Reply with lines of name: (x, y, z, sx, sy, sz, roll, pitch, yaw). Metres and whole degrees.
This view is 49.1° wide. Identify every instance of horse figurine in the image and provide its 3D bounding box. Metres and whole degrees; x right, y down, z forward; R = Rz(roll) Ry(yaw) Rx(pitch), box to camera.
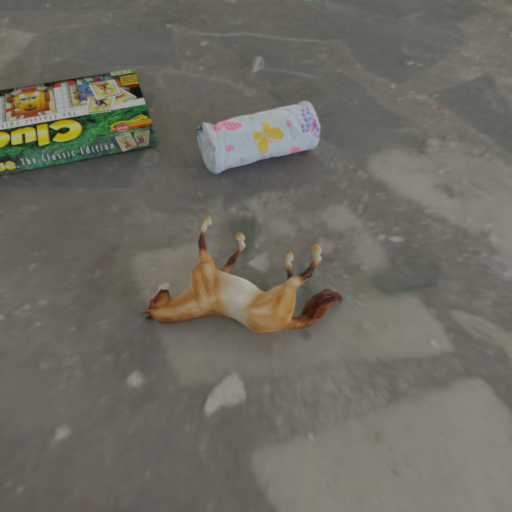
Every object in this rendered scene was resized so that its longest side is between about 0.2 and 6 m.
horse figurine: (-0.108, 0.447, 8.042, 2.661, 0.664, 1.764, 17, 59, 9)

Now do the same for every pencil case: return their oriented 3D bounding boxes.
pencil case: (0.049, -2.194, 10.323, 2.235, 0.929, 1.014, -16, 16, -13)

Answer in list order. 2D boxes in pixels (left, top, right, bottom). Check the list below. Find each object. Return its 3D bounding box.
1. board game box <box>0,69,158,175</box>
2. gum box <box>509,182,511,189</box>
board game box: (-4.397, -2.560, 10.948, 4.537, 0.532, 2.377, -14, 51, -12)
gum box: (3.980, -0.492, 6.041, 1.263, 0.736, 2.225, -39, 80, 6)
